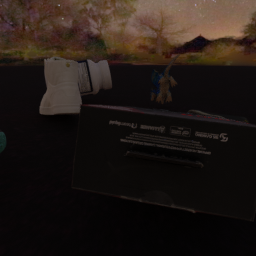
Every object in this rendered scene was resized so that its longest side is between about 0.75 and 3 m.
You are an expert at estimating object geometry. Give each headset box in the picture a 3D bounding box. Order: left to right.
[{"bbox_3d":[0.461,0.220,3.260,1.649,0.855,2.215,8,4,11],"label":"headset box"}]

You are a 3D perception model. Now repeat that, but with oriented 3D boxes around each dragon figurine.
[{"bbox_3d":[1.120,-1.543,9.100,0.632,2.148,1.068,-4,40,-9],"label":"dragon figurine"}]

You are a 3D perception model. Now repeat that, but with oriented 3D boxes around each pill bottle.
[{"bbox_3d":[-1.830,-1.816,10.484,2.307,1.335,1.335,-11,17,-8],"label":"pill bottle"}]

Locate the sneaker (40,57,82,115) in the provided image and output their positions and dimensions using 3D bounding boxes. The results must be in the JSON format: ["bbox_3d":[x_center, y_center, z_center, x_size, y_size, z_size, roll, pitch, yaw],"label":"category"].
[{"bbox_3d":[-1.875,-1.130,7.722,0.995,1.561,2.700,-5,3,-28],"label":"sneaker"}]

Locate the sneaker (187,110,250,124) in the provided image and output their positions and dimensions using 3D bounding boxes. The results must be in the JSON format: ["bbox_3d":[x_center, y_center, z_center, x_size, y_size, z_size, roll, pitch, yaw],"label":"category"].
[{"bbox_3d":[1.949,0.131,5.033,1.133,0.798,2.134,2,20,-14],"label":"sneaker"}]

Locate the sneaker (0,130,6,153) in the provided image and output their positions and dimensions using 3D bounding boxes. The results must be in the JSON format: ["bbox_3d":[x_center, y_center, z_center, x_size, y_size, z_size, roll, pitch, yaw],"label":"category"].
[{"bbox_3d":[-2.881,0.119,4.058,2.079,0.807,0.948,-3,30,-17],"label":"sneaker"}]
